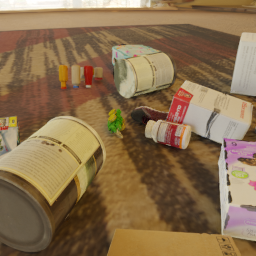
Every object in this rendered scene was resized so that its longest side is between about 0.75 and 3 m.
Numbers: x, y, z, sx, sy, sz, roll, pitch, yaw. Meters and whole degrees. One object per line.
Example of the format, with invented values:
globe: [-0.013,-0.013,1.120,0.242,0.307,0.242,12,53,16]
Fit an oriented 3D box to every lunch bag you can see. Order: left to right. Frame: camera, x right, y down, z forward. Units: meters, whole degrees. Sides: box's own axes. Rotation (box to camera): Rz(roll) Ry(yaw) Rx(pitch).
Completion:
lunch bag: [0.495,-3.372,13.537,2.156,1.036,2.688,-10,30,-18]

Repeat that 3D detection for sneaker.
sneaker: [0.722,-0.205,8.212,1.429,0.541,0.826,7,32,12]

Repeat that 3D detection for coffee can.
coffee can: [-1.492,0.876,5.109,1.523,1.523,2.081,9,30,17]
coffee can: [0.645,-2.051,10.648,1.979,1.448,1.448,-18,33,-30]

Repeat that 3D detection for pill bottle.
pill bottle: [1.061,0.133,7.456,1.116,0.630,0.630,13,31,23]

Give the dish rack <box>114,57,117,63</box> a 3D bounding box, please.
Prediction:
dish rack: [-0.238,-2.421,11.562,0.316,0.888,1.158,-19,-17,16]

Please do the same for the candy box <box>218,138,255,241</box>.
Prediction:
candy box: [2.774,1.152,5.385,1.856,0.791,2.212,7,29,12]

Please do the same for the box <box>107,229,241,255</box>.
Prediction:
box: [0.606,1.954,3.525,1.939,0.252,2.372,1,7,6]

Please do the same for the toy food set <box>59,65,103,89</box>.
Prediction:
toy food set: [-1.810,-2.066,11.628,0.985,0.929,2.064,5,8,38]

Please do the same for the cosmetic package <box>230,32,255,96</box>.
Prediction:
cosmetic package: [5.396,-2.398,10.682,2.440,2.013,2.012,11,30,19]

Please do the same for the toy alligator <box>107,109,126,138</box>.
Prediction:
toy alligator: [-0.393,-0.066,8.076,0.455,0.498,1.678,-38,24,18]

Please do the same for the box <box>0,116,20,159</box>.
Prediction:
box: [-3.595,0.477,7.000,1.633,0.451,2.391,-9,30,-16]

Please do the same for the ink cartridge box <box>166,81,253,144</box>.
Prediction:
ink cartridge box: [2.308,-0.439,7.890,2.043,0.855,1.474,22,33,14]
